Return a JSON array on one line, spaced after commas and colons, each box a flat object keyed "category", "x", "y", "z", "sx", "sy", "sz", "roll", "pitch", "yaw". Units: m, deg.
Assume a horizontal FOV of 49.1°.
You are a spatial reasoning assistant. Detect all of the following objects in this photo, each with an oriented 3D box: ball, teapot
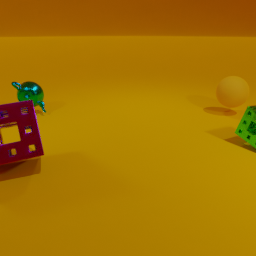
[{"category": "ball", "x": 3.755, "y": -1.297, "z": 10.090, "sx": 1.134, "sy": 1.134, "sz": 1.134, "roll": 0, "pitch": 20, "yaw": 0}, {"category": "teapot", "x": -3.469, "y": -1.117, "z": 9.958, "sx": 1.536, "sy": 0.955, "sz": 0.752, "roll": 41, "pitch": 16, "yaw": -17}]

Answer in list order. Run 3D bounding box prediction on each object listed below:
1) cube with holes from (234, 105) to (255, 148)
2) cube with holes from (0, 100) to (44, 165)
[{"category": "cube with holes", "x": 3.544, "y": -0.033, "z": 7.359, "sx": 0.837, "sy": 0.837, "sz": 0.837, "roll": -6, "pitch": 36, "yaw": -33}, {"category": "cube with holes", "x": -2.590, "y": 0.141, "z": 6.140, "sx": 1.178, "sy": 1.178, "sz": 1.178, "roll": -12, "pitch": 1, "yaw": -20}]
